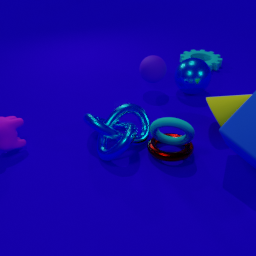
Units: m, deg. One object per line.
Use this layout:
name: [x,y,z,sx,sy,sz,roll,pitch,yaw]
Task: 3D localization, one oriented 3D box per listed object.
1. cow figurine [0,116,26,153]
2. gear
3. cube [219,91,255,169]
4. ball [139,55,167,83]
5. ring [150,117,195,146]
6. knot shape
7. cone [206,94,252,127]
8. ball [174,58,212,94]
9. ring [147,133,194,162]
cow figurine: [-3.393,0.059,7.220,0.738,1.344,1.322,13,22,43]
gear: [3.153,-2.931,12.159,1.732,0.320,1.732,0,36,0]
cube: [3.202,0.168,6.591,1.341,1.341,1.341,-47,57,5]
ball: [0.875,-2.056,9.813,0.949,0.949,0.949,0,37,0]
ring: [1.130,0.109,7.209,1.146,1.146,0.229,8,59,11]
knot shape: [-0.304,0.133,7.632,1.934,0.893,1.809,1,39,0]
cone: [3.092,-0.641,7.980,1.239,1.235,1.235,-30,31,21]
ball: [2.294,-1.837,9.939,1.286,1.286,1.286,0,37,0]
ring: [1.140,0.500,7.562,1.254,0.251,1.254,-2,28,1]
